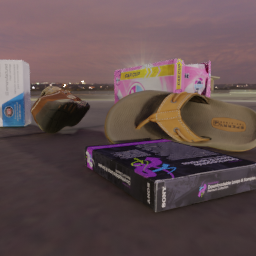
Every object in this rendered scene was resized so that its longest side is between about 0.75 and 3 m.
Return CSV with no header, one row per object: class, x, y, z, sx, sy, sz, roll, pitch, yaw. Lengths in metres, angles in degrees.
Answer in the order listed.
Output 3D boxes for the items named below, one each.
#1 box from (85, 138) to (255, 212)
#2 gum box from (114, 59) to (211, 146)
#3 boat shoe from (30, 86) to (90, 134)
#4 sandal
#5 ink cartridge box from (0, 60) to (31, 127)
box,0.384,0.446,3.405,1.307,0.330,1.829,-4,7,-27
gum box,0.666,-0.590,6.438,0.955,1.640,2.889,-3,8,-26
boat shoe,-1.919,-0.567,7.496,1.027,1.052,2.781,41,5,3
sandal,1.007,-0.127,4.637,2.768,1.112,0.747,4,-13,-4
ink cartridge box,-4.588,-1.059,8.687,2.817,2.036,1.192,-1,7,-9
